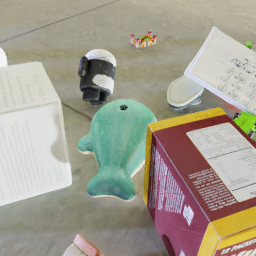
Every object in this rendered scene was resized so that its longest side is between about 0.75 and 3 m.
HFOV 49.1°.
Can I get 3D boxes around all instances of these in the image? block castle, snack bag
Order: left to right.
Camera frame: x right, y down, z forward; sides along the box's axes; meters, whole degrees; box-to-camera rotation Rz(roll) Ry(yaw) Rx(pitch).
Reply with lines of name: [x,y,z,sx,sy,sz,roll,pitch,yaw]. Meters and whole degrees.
block castle: [0.690,-3.987,12.420,1.058,0.496,0.707,-16,43,-19]
snack bag: [3.308,-1.792,8.523,2.581,0.293,2.738,33,57,4]

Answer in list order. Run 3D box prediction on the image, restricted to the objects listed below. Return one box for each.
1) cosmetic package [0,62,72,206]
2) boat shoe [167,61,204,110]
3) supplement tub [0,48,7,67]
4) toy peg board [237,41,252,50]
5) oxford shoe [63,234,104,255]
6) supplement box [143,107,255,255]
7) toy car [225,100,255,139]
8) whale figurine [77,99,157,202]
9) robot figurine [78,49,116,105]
cosmetic package: [-2.838,0.140,6.003,2.649,2.204,2.217,-14,37,-20]
boat shoe: [1.916,-1.264,8.933,1.010,0.834,2.697,18,44,15]
supplement tub: [-5.379,-2.352,9.934,1.719,1.206,1.206,3,40,5]
toy peg board: [4.484,-2.164,9.819,2.216,1.084,2.207,5,40,7]
oxford shoe: [-0.424,2.609,4.684,1.804,0.639,0.666,30,68,35]
supplement box: [1.381,1.274,4.885,1.487,2.208,2.239,-13,42,-15]
toy car: [3.501,-0.293,7.995,2.726,0.608,2.566,28,48,30]
whale figurine: [-0.175,0.361,6.584,2.162,1.410,2.718,7,41,8]
robot figurine: [-0.962,-1.611,8.819,1.075,1.295,1.723,7,78,-3]
